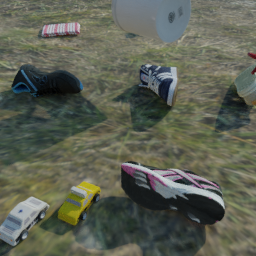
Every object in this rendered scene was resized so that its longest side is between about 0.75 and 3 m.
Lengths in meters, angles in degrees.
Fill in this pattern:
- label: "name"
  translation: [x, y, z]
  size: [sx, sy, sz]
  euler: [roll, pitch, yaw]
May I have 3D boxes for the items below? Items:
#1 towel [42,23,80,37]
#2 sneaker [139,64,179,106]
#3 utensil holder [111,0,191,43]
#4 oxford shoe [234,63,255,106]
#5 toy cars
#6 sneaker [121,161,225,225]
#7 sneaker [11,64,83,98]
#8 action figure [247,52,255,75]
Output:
- label: "towel"
  translation: [-3.173, -4.649, 13.321]
  size: [1.779, 0.266, 1.302]
  euler: [-6, 36, -5]
- label: "sneaker"
  translation: [0.857, -1.303, 8.224]
  size: [1.171, 0.756, 2.158]
  euler: [9, 30, 4]
- label: "utensil holder"
  translation: [0.654, -3.360, 8.052]
  size: [1.534, 1.534, 1.805]
  euler: [-26, 42, -31]
- label: "oxford shoe"
  translation: [3.755, -1.330, 8.373]
  size: [0.740, 0.964, 2.563]
  euler: [45, 34, -5]
- label: "toy cars"
  translation: [-1.323, 1.362, 4.878]
  size: [1.858, 0.411, 0.833]
  euler: [-14, 38, -18]
- label: "sneaker"
  translation: [0.798, 1.072, 5.156]
  size: [1.943, 0.781, 0.839]
  euler: [21, 29, 14]
- label: "sneaker"
  translation: [-2.397, -1.232, 8.325]
  size: [2.221, 0.813, 0.910]
  euler: [11, 58, 18]
- label: "action figure"
  translation: [1.562, -0.382, 2.384]
  size: [0.705, 2.727, 0.892]
  euler: [-29, 72, 10]
